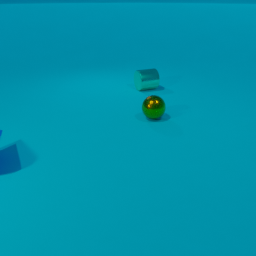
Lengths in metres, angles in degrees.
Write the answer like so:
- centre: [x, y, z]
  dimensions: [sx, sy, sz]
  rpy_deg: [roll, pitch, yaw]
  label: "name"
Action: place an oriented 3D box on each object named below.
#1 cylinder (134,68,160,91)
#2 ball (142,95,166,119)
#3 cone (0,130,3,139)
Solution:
- centre: [0.771, -2.022, 11.667]
  dimensions: [0.841, 0.841, 0.841]
  rpy_deg: [-10, 28, -18]
  label: "cylinder"
- centre: [0.827, -0.670, 9.027]
  dimensions: [0.779, 0.779, 0.779]
  rpy_deg: [0, 27, 0]
  label: "ball"
- centre: [-3.415, 0.273, 6.754]
  dimensions: [1.305, 1.305, 1.310]
  rpy_deg: [4, 19, 9]
  label: "cone"
